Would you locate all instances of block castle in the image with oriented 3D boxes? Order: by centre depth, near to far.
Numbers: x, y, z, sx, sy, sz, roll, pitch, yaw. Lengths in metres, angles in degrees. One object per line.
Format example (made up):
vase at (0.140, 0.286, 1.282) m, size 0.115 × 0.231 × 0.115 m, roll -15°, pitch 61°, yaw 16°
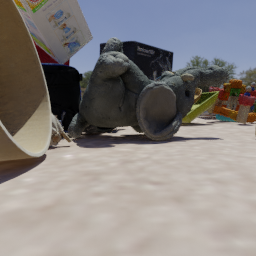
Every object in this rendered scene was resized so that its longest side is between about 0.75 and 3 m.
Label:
block castle at (4.199, -0.989, 9.854) m, size 2.602 × 1.221 × 1.739 m, roll -4°, pitch 20°, yaw -35°

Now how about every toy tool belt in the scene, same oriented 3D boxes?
toy tool belt at (-1.425, 0.037, 4.588) m, size 1.064 × 0.664 × 0.654 m, roll 9°, pitch -21°, yaw 44°

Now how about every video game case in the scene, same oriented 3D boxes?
video game case at (4.435, -0.849, 12.286) m, size 2.488 × 0.317 × 2.248 m, roll 0°, pitch -9°, yaw 1°

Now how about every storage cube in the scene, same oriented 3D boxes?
storage cube at (-3.240, -1.378, 7.207) m, size 2.657 × 2.956 × 2.527 m, roll 4°, pitch 2°, yaw -38°

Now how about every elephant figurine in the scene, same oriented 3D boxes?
elephant figurine at (0.478, -0.533, 5.487) m, size 2.516 × 1.952 × 1.780 m, roll 24°, pitch 39°, yaw -8°

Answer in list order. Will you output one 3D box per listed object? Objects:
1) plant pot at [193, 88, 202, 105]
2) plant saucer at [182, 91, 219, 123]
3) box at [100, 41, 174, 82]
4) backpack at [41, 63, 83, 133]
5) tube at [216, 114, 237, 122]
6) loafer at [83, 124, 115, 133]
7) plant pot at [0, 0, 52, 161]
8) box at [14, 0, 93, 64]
plant pot at (1.616, -0.810, 9.082) m, size 1.683 × 0.231 × 1.683 m, roll -25°, pitch 16°, yaw 8°
plant saucer at (1.930, -0.614, 9.196) m, size 1.654 × 0.396 × 1.652 m, roll -33°, pitch 18°, yaw -27°
box at (0.323, -1.558, 10.009) m, size 1.531 × 2.608 × 2.565 m, roll 8°, pitch 9°, yaw 36°
backpack at (-1.831, -0.539, 5.596) m, size 1.586 × 1.452 × 1.166 m, roll -1°, pitch -3°, yaw -42°
tube at (3.758, -0.375, 10.060) m, size 0.531 × 0.346 × 1.371 m, roll -2°, pitch 9°, yaw -25°
loafer at (-0.439, -0.187, 6.609) m, size 0.625 × 0.605 × 1.781 m, roll 8°, pitch 13°, yaw 32°
plant pot at (-2.293, -0.444, 3.128) m, size 2.225 × 2.084 × 2.084 m, roll -13°, pitch 5°, yaw 1°
box at (-1.599, -2.340, 5.449) m, size 1.051 × 0.947 × 1.869 m, roll 41°, pitch -12°, yaw 26°
